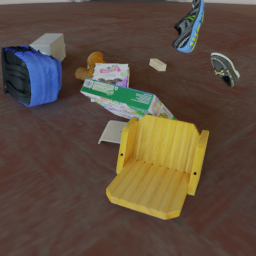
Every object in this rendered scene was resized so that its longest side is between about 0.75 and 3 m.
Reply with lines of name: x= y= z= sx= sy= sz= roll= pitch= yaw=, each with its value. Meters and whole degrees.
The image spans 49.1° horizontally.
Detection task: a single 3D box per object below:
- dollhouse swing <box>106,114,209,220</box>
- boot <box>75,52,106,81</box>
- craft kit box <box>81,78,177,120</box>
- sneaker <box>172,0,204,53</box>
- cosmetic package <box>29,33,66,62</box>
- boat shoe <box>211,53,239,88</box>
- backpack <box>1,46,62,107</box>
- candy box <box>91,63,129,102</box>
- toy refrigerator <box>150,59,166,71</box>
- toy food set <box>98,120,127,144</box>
dollhouse swing: x=0.683 y=0.826 z=7.089 sx=2.185 sy=1.986 sz=1.921 roll=13 pitch=12 yaw=20
boot: x=-1.191 y=-2.979 z=14.339 sx=2.061 sy=1.013 sz=2.879 roll=14 pitch=38 yaw=13
craft kit box: x=0.118 y=-0.729 z=9.366 sx=2.532 sy=0.614 sz=2.501 roll=18 pitch=-4 yaw=29
sneaker: x=2.342 y=-4.114 z=10.882 sx=1.017 sy=0.870 sz=2.455 roll=16 pitch=78 yaw=17
cosmetic package: x=-4.508 y=-4.380 z=16.020 sx=1.274 sy=1.509 sz=2.826 roll=1 pitch=29 yaw=0
boat shoe: x=2.455 y=-1.458 z=7.157 sx=1.238 sy=0.373 sz=0.442 roll=30 pitch=-6 yaw=-39
backpack: x=-3.912 y=-2.275 z=11.803 sx=2.281 sy=2.209 sz=2.719 roll=-19 pitch=35 yaw=-33
candy box: x=-0.768 y=-2.008 z=12.297 sx=1.567 sy=0.668 sz=1.868 roll=1 pitch=50 yaw=3
toy refrigerator: x=1.664 y=-3.519 z=15.662 sx=0.434 sy=0.400 sz=1.142 roll=-6 pitch=31 yaw=-23
toy food set: x=-0.199 y=0.276 z=9.363 sx=1.379 sy=0.417 sz=0.989 roll=8 pitch=44 yaw=16
